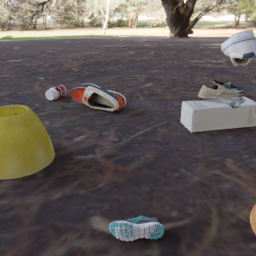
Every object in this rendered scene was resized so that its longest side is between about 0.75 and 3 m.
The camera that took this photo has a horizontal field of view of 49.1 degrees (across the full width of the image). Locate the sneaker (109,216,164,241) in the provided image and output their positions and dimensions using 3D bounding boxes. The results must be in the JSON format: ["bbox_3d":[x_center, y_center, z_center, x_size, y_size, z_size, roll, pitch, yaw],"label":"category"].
[{"bbox_3d":[0.172,2.080,5.913,1.125,0.437,0.513,4,8,-1],"label":"sneaker"}]

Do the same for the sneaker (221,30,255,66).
[{"bbox_3d":[4.064,-2.792,10.391,1.052,1.020,2.880,-6,5,17],"label":"sneaker"}]

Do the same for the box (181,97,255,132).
[{"bbox_3d":[3.678,-0.579,11.317,2.858,0.977,1.174,-5,24,-12],"label":"box"}]

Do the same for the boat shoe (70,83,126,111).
[{"bbox_3d":[-1.586,-1.414,13.332,2.984,1.062,0.934,16,30,22],"label":"boat shoe"}]

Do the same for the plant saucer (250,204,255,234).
[{"bbox_3d":[3.780,2.043,5.863,2.225,0.416,2.225,0,22,0],"label":"plant saucer"}]

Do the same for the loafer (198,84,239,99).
[{"bbox_3d":[4.835,-1.923,14.794,2.160,0.738,0.817,-2,23,-6],"label":"loafer"}]

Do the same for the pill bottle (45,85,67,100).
[{"bbox_3d":[-3.813,-1.871,14.823,0.626,0.626,1.097,9,25,21],"label":"pill bottle"}]

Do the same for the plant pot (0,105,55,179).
[{"bbox_3d":[-3.507,0.239,8.536,2.313,1.642,2.313,-1,23,0],"label":"plant pot"}]

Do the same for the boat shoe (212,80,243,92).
[{"bbox_3d":[5.718,-2.402,16.162,1.733,0.586,0.622,15,26,28],"label":"boat shoe"}]
